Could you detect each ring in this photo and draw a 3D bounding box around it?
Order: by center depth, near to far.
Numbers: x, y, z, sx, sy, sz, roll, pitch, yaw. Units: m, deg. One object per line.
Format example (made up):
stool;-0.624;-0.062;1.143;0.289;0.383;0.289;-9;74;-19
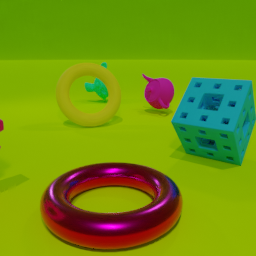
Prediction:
ring;-0.193;0.844;3.437;1.707;0.341;1.707;0;15;0
ring;-1.022;-0.891;7.433;1.746;1.746;0.349;-5;-8;-18

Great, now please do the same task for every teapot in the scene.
teapot;0.919;-1.176;8.962;0.805;1.022;1.644;13;39;-37

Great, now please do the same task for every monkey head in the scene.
monkey head;-1.035;-1.706;10.970;1.151;1.600;0.964;9;41;30

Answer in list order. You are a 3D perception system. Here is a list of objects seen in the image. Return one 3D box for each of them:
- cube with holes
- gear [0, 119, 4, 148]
cube with holes;1.553;-0.136;4.945;1.029;1.029;1.029;11;60;35
gear;-2.128;0.184;3.088;0.275;1.484;1.484;28;26;25
